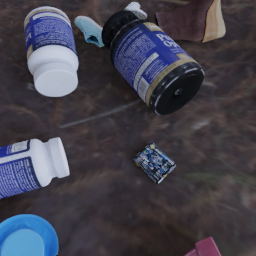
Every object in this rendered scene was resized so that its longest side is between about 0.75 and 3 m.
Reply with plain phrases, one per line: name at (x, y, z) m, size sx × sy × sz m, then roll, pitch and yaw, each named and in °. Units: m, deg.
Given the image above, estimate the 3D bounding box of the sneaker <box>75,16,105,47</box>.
sneaker at (-1.270, -3.128, 9.106) m, size 1.470 × 0.543 × 0.602 m, roll 34°, pitch 61°, yaw 18°

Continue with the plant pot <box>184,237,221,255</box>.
plant pot at (1.345, 2.975, 5.329) m, size 1.234 × 1.378 × 1.378 m, roll -25°, pitch 63°, yaw 4°

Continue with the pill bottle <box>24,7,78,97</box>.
pill bottle at (-2.196, -2.184, 8.088) m, size 1.399 × 1.399 × 2.417 m, roll -12°, pitch 61°, yaw -7°

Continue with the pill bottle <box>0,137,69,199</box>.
pill bottle at (-2.458, 0.910, 6.503) m, size 1.995 × 1.155 × 1.155 m, roll -14°, pitch 62°, yaw -8°

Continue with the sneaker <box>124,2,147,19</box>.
sneaker at (0.362, -4.154, 9.808) m, size 0.867 × 0.319 × 0.501 m, roll 28°, pitch 67°, yaw 16°

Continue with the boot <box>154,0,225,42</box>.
boot at (1.942, -3.935, 9.328) m, size 2.133 × 0.928 × 2.564 m, roll -4°, pitch 64°, yaw -4°

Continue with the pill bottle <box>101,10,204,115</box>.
pill bottle at (0.530, -1.899, 7.736) m, size 1.663 × 1.663 × 2.974 m, roll -30°, pitch 63°, yaw -15°

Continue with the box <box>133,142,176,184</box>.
box at (0.665, 0.870, 7.067) m, size 0.694 × 0.201 × 0.873 m, roll -41°, pitch 68°, yaw -20°

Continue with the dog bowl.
dog bowl at (-2.121, 2.979, 5.423) m, size 1.354 × 0.602 × 2.428 m, roll 10°, pitch 57°, yaw -25°
